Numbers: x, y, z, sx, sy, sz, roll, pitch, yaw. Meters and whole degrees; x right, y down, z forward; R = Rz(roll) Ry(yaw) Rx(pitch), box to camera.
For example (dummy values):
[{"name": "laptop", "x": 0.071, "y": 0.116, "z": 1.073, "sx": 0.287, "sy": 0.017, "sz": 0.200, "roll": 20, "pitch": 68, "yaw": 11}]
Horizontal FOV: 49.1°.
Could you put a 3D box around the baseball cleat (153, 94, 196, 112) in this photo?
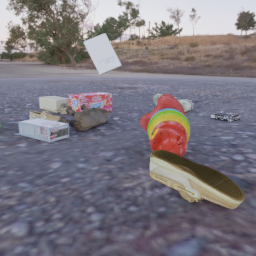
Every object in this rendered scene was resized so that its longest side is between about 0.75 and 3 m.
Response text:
[{"name": "baseball cleat", "x": 2.582, "y": -1.341, "z": 15.565, "sx": 1.291, "sy": 0.846, "sz": 2.426, "roll": -5, "pitch": 23, "yaw": -45}]

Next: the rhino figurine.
[{"name": "rhino figurine", "x": -1.515, "y": -0.468, "z": 11.471, "sx": 1.159, "sy": 0.792, "sz": 2.650, "roll": 25, "pitch": 21, "yaw": 20}]

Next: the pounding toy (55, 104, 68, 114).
[{"name": "pounding toy", "x": -3.208, "y": -0.991, "z": 14.336, "sx": 0.524, "sy": 0.526, "sz": 0.917, "roll": 5, "pitch": 14, "yaw": 39}]

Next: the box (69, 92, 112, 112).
[{"name": "box", "x": -1.919, "y": -1.278, "z": 14.507, "sx": 2.088, "sy": 0.997, "sz": 1.041, "roll": -12, "pitch": 18, "yaw": -41}]

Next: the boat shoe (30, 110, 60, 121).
[{"name": "boat shoe", "x": -3.694, "y": -0.524, "z": 12.435, "sx": 1.506, "sy": 0.489, "sz": 0.543, "roll": 4, "pitch": 14, "yaw": 16}]

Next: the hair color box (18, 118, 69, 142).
[{"name": "hair color box", "x": -2.996, "y": 0.050, "z": 9.929, "sx": 1.735, "sy": 0.526, "sz": 0.859, "roll": 9, "pitch": 16, "yaw": 35}]

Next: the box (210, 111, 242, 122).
[{"name": "box", "x": 4.526, "y": -0.536, "z": 12.952, "sx": 0.868, "sy": 0.274, "sz": 1.101, "roll": -11, "pitch": 17, "yaw": -38}]

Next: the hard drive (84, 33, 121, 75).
[{"name": "hard drive", "x": -0.935, "y": -2.723, "z": 10.330, "sx": 0.889, "sy": 1.348, "sz": 0.180, "roll": -26, "pitch": -2, "yaw": -14}]

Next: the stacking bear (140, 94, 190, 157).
[{"name": "stacking bear", "x": 1.144, "y": 0.141, "z": 8.038, "sx": 1.352, "sy": 1.443, "sz": 2.377, "roll": 38, "pitch": 20, "yaw": -9}]

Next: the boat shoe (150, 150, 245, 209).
[{"name": "boat shoe", "x": 1.245, "y": 1.057, "z": 5.425, "sx": 1.926, "sy": 0.639, "sz": 0.713, "roll": 26, "pitch": 26, "yaw": 35}]

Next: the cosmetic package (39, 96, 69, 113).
[{"name": "cosmetic package", "x": -4.019, "y": -1.340, "z": 15.472, "sx": 0.977, "sy": 0.690, "sz": 1.888, "roll": -12, "pitch": 17, "yaw": -42}]
